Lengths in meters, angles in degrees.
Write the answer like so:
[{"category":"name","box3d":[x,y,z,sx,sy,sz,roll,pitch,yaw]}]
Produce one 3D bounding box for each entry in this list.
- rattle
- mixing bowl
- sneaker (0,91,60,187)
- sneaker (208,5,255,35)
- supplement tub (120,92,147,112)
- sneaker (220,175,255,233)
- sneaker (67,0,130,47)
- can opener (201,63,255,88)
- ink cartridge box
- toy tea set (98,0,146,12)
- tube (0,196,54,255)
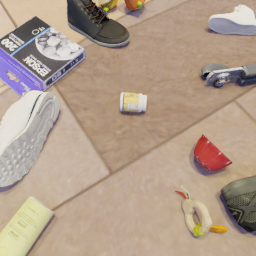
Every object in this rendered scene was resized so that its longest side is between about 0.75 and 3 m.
[{"category":"rattle","box3d":[1.793,1.968,6.881,0.895,0.816,1.253,-10,38,-15]},{"category":"mixing bowl","box3d":[2.131,0.727,7.318,0.587,1.084,1.084,-47,68,9]},{"category":"sneaker","box3d":[-3.013,0.212,7.609,1.183,1.123,2.939,12,58,21]},{"category":"sneaker","box3d":[3.677,-3.900,9.969,1.781,0.656,1.029,8,60,-7]},{"category":"supplement tub","box3d":[0.158,-0.759,8.284,0.764,0.555,0.555,4,62,2]},{"category":"sneaker","box3d":[3.828,1.779,6.664,2.812,1.075,1.611,-15,64,-5]},{"category":"sneaker","box3d":[-1.086,-3.693,9.418,2.497,1.326,0.934,25,65,13]},{"category":"can opener","box3d":[3.650,-1.856,8.796,2.635,0.703,0.881,-9,63,-6]},{"category":"ink cartridge box","box3d":[-3.114,-2.338,9.155,2.456,0.538,2.480,37,69,17]},{"category":"toy tea set","box3d":[0.055,-5.470,10.775,1.730,1.077,2.909,-1,61,33]},{"category":"tube","box3d":[-2.798,2.912,6.275,0.814,0.728,2.805,12,60,50]}]
